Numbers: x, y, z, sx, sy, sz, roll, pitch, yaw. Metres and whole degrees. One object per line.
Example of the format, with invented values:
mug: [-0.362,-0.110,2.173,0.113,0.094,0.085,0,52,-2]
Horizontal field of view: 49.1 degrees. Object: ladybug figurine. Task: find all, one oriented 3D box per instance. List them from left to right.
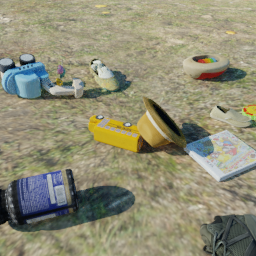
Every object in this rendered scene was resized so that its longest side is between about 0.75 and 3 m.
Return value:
ladybug figurine: [3.808,-2.965,13.628,2.434,0.875,1.652,-10,36,-14]

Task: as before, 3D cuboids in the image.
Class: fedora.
fedora: [0.941,-0.003,8.984,0.907,2.224,2.224,-43,34,16]

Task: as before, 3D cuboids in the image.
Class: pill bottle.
pill bottle: [-2.236,1.697,6.769,1.939,1.084,1.084,-10,36,-15]

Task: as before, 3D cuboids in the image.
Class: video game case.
video game case: [2.993,0.799,8.813,1.846,0.211,1.680,-16,38,-22]

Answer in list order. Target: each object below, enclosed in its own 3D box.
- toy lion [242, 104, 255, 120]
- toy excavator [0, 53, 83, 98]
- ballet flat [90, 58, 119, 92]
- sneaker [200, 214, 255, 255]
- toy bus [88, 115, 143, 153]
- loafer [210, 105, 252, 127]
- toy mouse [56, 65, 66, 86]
toy lion: [5.044,-0.579,10.660,1.174,0.421,1.225,-18,35,-10]
toy excavator: [-3.711,-1.903,11.986,2.770,1.423,2.849,-26,56,-33]
ballet flat: [-1.190,-2.581,13.098,0.923,0.923,2.612,-15,38,-20]
sneaker: [2.136,2.661,5.615,1.310,0.874,2.287,2,32,6]
toy bus: [-0.455,0.166,9.347,1.955,0.636,0.765,15,37,18]
loafer: [3.810,-0.452,10.341,1.517,0.518,0.574,16,38,21]
toy mouse: [-2.766,-2.309,11.659,0.234,1.208,1.073,10,74,-3]
